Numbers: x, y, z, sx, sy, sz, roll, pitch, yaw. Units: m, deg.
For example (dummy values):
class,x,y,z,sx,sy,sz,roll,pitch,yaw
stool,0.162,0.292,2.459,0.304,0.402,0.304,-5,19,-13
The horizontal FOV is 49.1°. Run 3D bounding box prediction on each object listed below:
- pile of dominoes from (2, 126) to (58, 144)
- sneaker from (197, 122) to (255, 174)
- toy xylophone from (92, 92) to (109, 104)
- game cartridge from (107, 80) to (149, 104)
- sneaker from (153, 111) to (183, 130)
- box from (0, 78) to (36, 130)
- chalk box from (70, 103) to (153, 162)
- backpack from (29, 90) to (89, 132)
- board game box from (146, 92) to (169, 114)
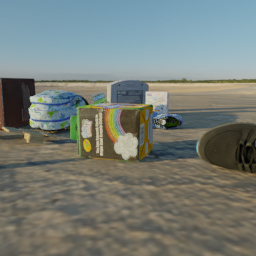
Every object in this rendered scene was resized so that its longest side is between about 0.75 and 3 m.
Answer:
class,x,y,z,sx,sy,sz,roll,pitch,yaw
pile of dominoes,-2.933,0.217,8.180,1.375,0.281,1.764,9,-2,-30
sneaker,2.469,0.416,4.911,2.482,0.909,1.017,3,9,17
toy xylophone,-1.227,-0.839,12.059,1.077,0.370,1.471,-28,57,-5
game cartridge,0.006,-1.844,16.146,2.801,1.865,0.582,-6,11,-37
sneaker,1.190,-0.285,10.232,1.641,0.644,0.731,1,6,5
box,-4.948,-1.008,10.874,1.876,1.857,2.262,2,9,11
chalk box,-0.451,0.029,6.525,1.871,1.168,1.160,4,10,19
backpack,-2.549,-0.643,9.918,1.800,1.696,2.206,13,35,16
board game box,1.529,-1.301,14.787,1.220,1.217,0.251,5,10,27
